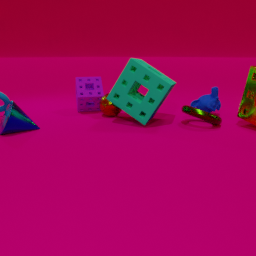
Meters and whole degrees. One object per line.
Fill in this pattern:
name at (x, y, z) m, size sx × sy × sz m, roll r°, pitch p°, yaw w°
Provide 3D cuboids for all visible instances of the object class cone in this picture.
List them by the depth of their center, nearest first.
cone at (-2.656, -0.124, 7.120) m, size 0.900 × 0.897 × 0.897 m, roll 22°, pitch 3°, yaw -32°

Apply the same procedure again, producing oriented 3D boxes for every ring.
ring at (2.020, -0.361, 7.706) m, size 1.146 × 0.229 × 1.146 m, roll 20°, pitch 6°, yaw -2°

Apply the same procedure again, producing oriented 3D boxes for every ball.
ball at (-0.521, -0.718, 8.677) m, size 0.739 × 0.739 × 0.739 m, roll 0°, pitch 16°, yaw 0°

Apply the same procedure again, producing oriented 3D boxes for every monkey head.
monkey head at (2.519, -0.884, 8.831) m, size 1.192 × 0.858 × 0.718 m, roll -12°, pitch 17°, yaw -40°

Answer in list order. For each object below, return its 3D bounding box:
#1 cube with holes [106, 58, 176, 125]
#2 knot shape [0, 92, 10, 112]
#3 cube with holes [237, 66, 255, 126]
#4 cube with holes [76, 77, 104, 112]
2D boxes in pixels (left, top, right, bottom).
cube with holes at (0.414, -1.050, 7.840) m, size 1.263 × 1.263 × 1.263 m, roll 35°, pitch 18°, yaw 6°
knot shape at (-4.006, -0.830, 7.885) m, size 1.165 × 1.090 × 0.538 m, roll -28°, pitch 10°, yaw 1°
cube with holes at (3.944, -0.744, 7.096) m, size 1.391 × 1.391 × 1.391 m, roll -9°, pitch 28°, yaw -28°
cube with holes at (-1.284, -1.105, 9.249) m, size 0.820 × 0.820 × 0.820 m, roll -4°, pitch 59°, yaw -13°
